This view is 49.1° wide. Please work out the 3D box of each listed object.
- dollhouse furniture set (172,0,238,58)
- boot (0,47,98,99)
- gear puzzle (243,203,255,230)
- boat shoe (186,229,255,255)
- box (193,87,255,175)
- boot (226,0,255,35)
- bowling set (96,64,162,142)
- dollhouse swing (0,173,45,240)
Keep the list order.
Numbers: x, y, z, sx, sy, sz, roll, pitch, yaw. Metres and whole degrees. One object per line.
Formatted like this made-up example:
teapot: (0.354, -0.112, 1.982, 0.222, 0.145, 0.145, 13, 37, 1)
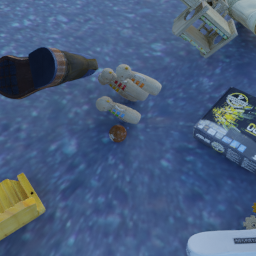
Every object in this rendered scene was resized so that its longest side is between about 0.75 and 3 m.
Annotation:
dollhouse furniture set: (1.807, -3.475, 8.087, 2.211, 1.229, 1.955, 26, 48, -30)
boot: (-2.086, -1.296, 6.832, 2.897, 1.082, 1.404, 2, 11, 40)
gear puzzle: (2.600, 2.070, 5.510, 0.655, 0.166, 1.265, 4, 59, 7)
boat shoe: (2.337, 2.293, 4.684, 2.613, 0.866, 0.914, -8, 12, 15)
box: (2.897, 0.083, 6.582, 2.135, 0.524, 1.721, 34, 66, 29)
boot: (4.711, -3.493, 9.033, 2.875, 1.047, 2.235, 0, 38, -19)
bowling set: (-0.306, -0.567, 6.596, 1.232, 2.295, 1.597, 26, 83, -11)
dollhouse swing: (-2.552, 1.448, 5.172, 1.612, 1.417, 1.465, -29, 60, -25)
